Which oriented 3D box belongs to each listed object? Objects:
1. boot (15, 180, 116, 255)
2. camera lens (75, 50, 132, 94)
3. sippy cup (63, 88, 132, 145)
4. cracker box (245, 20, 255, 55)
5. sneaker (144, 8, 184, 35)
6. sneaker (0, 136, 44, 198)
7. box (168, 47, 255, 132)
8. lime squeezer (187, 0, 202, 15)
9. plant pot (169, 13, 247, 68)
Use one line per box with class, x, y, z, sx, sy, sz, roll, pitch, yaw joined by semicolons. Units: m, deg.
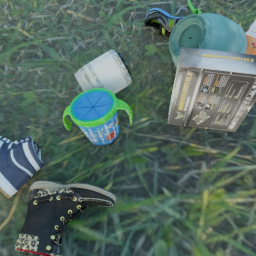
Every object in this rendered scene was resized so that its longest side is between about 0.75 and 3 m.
boot;-1.528;2.228;6.827;2.296;0.840;1.729;6;56;8
camera lens;-0.737;-1.626;8.884;1.549;1.239;1.239;-30;61;1
sippy cup;-0.847;-0.229;8.049;1.766;1.294;1.387;25;59;30
cracker box;4.591;-3.124;9.741;0.736;1.710;2.553;32;63;18
sneaker;1.648;-3.894;10.874;2.269;0.804;0.940;28;73;20
sneaker;-3.505;0.484;7.859;1.472;0.951;2.713;-40;72;-17
box;2.312;-0.921;7.748;2.138;2.699;0.652;8;60;6
lime squeezer;3.115;-4.529;11.377;0.954;0.509;2.701;-33;62;-19
plant pot;2.263;-2.594;8.786;1.543;2.303;2.303;14;45;-43
